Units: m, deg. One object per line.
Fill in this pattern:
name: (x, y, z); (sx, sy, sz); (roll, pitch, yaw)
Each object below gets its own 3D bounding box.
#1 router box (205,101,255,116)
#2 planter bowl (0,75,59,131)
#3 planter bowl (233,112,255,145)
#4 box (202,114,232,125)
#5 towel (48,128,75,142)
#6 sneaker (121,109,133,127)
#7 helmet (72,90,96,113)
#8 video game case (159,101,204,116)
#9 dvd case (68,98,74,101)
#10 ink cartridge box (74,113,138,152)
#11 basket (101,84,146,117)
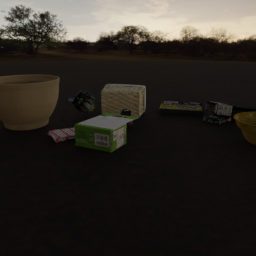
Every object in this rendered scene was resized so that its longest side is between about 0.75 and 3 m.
router box: (4.542, -0.799, 12.351); (1.863, 0.476, 1.389); (7, 10, -6)
planter bowl: (-4.165, -1.025, 11.274); (2.860, 1.925, 2.860); (0, 17, 0)
planter bowl: (4.620, 0.095, 9.500); (2.045, 0.852, 2.045); (0, 17, 0)
box: (3.851, -0.397, 12.114); (1.005, 0.219, 0.805); (-14, 22, -37)
towel: (-2.152, 0.223, 10.249); (1.331, 0.199, 0.974); (-8, 19, -30)
sneaker: (-0.062, -0.442, 11.600); (0.453, 0.626, 1.282); (-1, 19, -10)
helmet: (-1.971, -1.157, 12.941); (0.998, 1.047, 1.047); (36, 17, -6)
video game case: (2.661, -1.003, 13.971); (2.087, 0.266, 1.886); (4, 18, 11)
dvd case: (-3.000, -1.690, 16.441); (1.032, 0.091, 0.736); (-3, 17, -10)
ink cartridge box: (-0.659, 0.079, 9.737); (1.467, 0.752, 1.985); (9, 18, 28)
basket: (-0.223, -1.264, 13.035); (1.980, 1.342, 1.221); (3, 20, 10)
